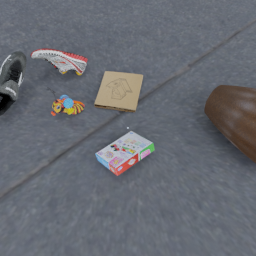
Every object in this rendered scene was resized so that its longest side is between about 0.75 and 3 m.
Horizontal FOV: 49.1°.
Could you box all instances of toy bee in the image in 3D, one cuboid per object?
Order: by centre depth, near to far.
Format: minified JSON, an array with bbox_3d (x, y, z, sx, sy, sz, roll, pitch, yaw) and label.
[{"bbox_3d":[-2.009,-0.673,8.511,1.286,0.699,0.842,27,8,-22],"label":"toy bee"}]

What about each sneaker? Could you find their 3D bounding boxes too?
[{"bbox_3d":[-3.551,-1.266,8.404,0.984,0.723,2.176,22,85,50],"label":"sneaker"},{"bbox_3d":[-2.312,-2.218,9.417,1.843,0.757,0.717,9,13,-19],"label":"sneaker"}]

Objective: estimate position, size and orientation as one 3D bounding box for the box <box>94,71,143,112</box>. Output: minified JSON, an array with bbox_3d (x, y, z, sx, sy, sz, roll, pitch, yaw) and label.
[{"bbox_3d":[-0.286,-1.251,9.349,1.356,0.176,1.659,8,53,6],"label":"box"}]

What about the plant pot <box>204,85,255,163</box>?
[{"bbox_3d":[3.226,-0.318,7.677,1.948,1.948,2.084,-37,53,-25],"label":"plant pot"}]

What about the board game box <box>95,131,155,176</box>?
[{"bbox_3d":[-0.085,0.642,7.587,1.291,0.260,0.988,-31,36,-24],"label":"board game box"}]
